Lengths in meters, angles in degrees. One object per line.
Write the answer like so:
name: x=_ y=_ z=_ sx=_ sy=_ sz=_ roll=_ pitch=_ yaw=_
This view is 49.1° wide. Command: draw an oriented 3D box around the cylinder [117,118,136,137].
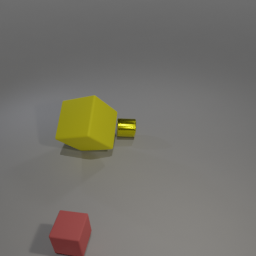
cylinder: x=-0.066 y=-0.013 z=10.698 sx=0.700 sy=0.700 sz=0.700 roll=2 pitch=31 yaw=-3

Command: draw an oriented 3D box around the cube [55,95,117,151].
cube: x=-1.364 y=-0.106 z=9.457 sx=1.400 sy=1.400 sz=1.400 roll=-6 pitch=67 yaw=30

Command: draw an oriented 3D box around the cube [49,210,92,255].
cube: x=-1.301 y=2.420 z=6.443 sx=0.700 sy=0.700 sz=0.700 roll=4 pitch=38 yaw=9
